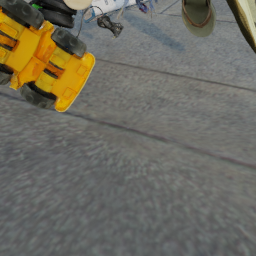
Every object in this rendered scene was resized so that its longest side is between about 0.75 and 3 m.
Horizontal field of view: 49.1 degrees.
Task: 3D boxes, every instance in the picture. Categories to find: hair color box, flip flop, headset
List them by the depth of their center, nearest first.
[{"bbox_3d":[-1.625,-2.415,7.124,2.921,1.804,1.373,0,3,32],"label":"headset"},{"bbox_3d":[-0.441,-4.192,8.558,2.468,1.234,0.747,-32,17,-33],"label":"hair color box"},{"bbox_3d":[2.179,-3.696,8.661,1.126,2.778,0.800,6,73,15],"label":"flip flop"}]

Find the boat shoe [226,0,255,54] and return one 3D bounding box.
[{"bbox_3d":[3.169,-2.887,6.920,0.936,2.847,1.017,-32,38,20],"label":"boat shoe"}]

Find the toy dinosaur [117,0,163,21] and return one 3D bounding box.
[{"bbox_3d":[0.435,-3.027,6.271,0.845,1.608,1.460,22,24,-12],"label":"toy dinosaur"}]

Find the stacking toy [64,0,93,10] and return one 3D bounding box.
[{"bbox_3d":[-1.270,-3.457,6.496,0.696,0.696,1.630,-10,53,-13],"label":"stacking toy"}]

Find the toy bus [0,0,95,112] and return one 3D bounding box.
[{"bbox_3d":[-1.852,-1.455,5.437,2.112,1.433,2.027,30,8,-19],"label":"toy bus"}]
